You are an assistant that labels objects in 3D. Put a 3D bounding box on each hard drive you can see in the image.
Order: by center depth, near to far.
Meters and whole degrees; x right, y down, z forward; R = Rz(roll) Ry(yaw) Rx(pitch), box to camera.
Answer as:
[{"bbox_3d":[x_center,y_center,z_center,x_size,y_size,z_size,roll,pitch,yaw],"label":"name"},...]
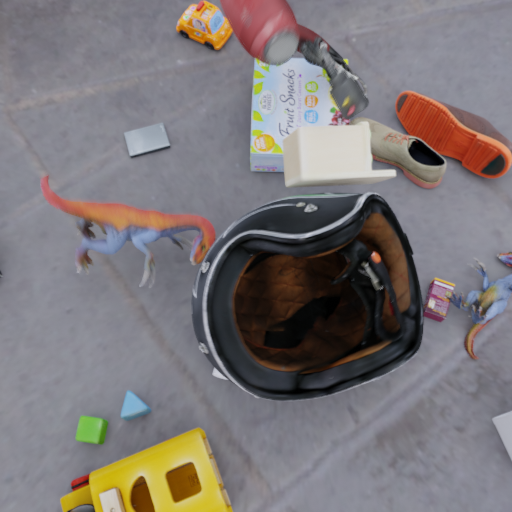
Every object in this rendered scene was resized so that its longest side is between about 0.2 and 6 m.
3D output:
[{"bbox_3d":[-2.220,-2.357,11.424,0.832,0.137,0.581,-16,69,-6],"label":"hard drive"}]

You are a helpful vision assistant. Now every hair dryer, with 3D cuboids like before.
[{"bbox_3d":[0.522,-3.780,9.858,3.635,2.769,0.987,44,112,-11],"label":"hair dryer"}]

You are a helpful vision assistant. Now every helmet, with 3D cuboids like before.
[{"bbox_3d":[0.662,0.599,8.611,3.137,3.290,3.290,-17,65,29],"label":"helmet"}]

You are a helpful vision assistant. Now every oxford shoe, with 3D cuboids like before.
[{"bbox_3d":[2.797,-2.210,11.001,2.162,0.808,0.762,33,72,12],"label":"oxford shoe"},{"bbox_3d":[3.976,-2.522,11.228,2.584,0.920,0.937,39,50,13],"label":"oxford shoe"}]

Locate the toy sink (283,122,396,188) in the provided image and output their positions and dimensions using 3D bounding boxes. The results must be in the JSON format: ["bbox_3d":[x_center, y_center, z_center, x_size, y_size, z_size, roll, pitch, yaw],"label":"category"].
[{"bbox_3d":[1.224,-1.503,8.371,1.461,0.952,0.818,-4,91,-10],"label":"toy sink"}]

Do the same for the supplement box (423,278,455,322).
[{"bbox_3d":[3.278,0.797,10.096,0.380,0.295,0.690,20,70,8],"label":"supplement box"}]

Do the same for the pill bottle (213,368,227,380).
[{"bbox_3d":[-0.489,1.718,9.650,0.454,0.454,0.759,13,69,5],"label":"pill bottle"}]

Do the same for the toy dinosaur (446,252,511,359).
[{"bbox_3d":[4.259,0.641,10.116,1.687,1.859,0.976,-17,31,-31],"label":"toy dinosaur"}]

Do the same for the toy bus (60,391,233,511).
[{"bbox_3d":[-1.854,3.697,8.273,2.867,1.570,3.038,20,70,8],"label":"toy bus"}]

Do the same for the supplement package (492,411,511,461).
[{"bbox_3d":[4.906,2.750,8.985,1.691,0.926,0.962,-18,70,-6],"label":"supplement package"}]

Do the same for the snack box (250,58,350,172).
[{"bbox_3d":[0.871,-2.828,11.256,1.943,0.780,2.305,3,67,1],"label":"snack box"}]

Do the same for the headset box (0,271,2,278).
[{"bbox_3d":[-5.995,-0.128,9.947,2.307,1.070,2.008,-29,77,-10],"label":"headset box"}]

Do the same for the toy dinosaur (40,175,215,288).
[{"bbox_3d":[-1.924,-0.382,9.178,2.306,2.541,1.334,-16,46,19],"label":"toy dinosaur"}]

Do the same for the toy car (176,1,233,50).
[{"bbox_3d":[-0.574,-5.607,12.332,2.506,0.834,1.229,-41,74,-14],"label":"toy car"}]
